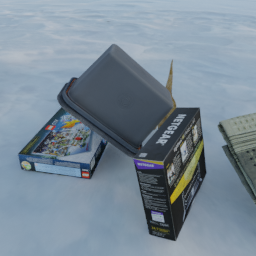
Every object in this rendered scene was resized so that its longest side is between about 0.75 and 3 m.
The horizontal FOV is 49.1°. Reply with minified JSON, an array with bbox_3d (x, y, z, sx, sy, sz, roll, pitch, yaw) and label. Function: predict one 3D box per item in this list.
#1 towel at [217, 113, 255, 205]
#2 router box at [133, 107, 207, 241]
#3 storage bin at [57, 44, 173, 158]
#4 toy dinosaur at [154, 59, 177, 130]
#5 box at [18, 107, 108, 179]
[{"bbox_3d":[3.036,0.647,5.067,2.440,0.421,2.349,-11,64,-16],"label":"towel"},{"bbox_3d":[0.826,0.670,4.782,0.489,1.472,1.872,3,27,30],"label":"router box"},{"bbox_3d":[-0.119,-0.661,5.824,2.067,1.388,1.505,39,23,-17],"label":"storage bin"},{"bbox_3d":[0.869,-0.617,6.919,0.589,2.023,1.023,6,8,-32],"label":"toy dinosaur"},{"bbox_3d":[-1.278,0.232,6.612,1.547,0.427,2.265,6,31,10],"label":"box"}]
